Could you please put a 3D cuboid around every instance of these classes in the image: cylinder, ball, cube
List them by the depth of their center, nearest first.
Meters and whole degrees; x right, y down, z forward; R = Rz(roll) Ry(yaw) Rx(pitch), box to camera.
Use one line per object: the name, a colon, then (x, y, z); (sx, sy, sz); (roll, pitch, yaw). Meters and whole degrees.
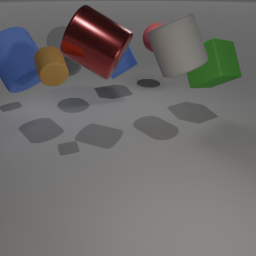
cylinder: (-1.869, -1.501, 6.819); (0.700, 0.700, 0.700); (-11, 54, -20)
cylinder: (-0.804, -2.197, 7.294); (1.400, 1.400, 1.400); (30, 30, -4)
cylinder: (1.432, -2.366, 8.106); (1.400, 1.400, 1.400); (-22, 17, 7)
cylinder: (-3.261, -1.993, 8.325); (1.400, 1.400, 1.400); (-32, 2, 1)
cube: (3.135, -2.364, 10.486); (1.400, 1.400, 1.400); (-8, -6, -40)
cylinder: (-2.421, -2.953, 10.889); (1.400, 1.400, 1.400); (5, 69, -12)
cube: (-0.619, -3.444, 13.085); (1.400, 1.400, 1.400); (-31, 41, 3)
ball: (1.423, -4.441, 13.802); (1.400, 1.400, 1.400); (0, 28, 0)
